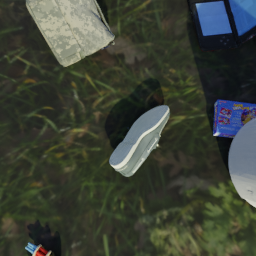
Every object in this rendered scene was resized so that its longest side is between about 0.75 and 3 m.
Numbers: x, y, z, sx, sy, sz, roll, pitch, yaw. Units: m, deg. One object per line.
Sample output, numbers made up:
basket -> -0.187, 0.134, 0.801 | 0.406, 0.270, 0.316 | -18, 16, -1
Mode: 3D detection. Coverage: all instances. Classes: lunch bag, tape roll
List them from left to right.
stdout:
lunch bag -> -1.685, -3.256, 8.651 | 1.932, 1.605, 2.304 | -28, 110, -1
tape roll -> 4.452, 0.939, 7.334 | 2.979, 2.045, 2.979 | 0, 85, -2

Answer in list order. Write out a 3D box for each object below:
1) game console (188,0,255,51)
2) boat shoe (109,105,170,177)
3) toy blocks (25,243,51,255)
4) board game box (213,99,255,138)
game console -> 3.307, -4.001, 9.324 | 2.041, 1.405, 2.368 | -7, 74, -2
boat shoe -> 0.487, 0.370, 8.533 | 2.553, 0.929, 0.789 | -50, 123, -19
toy blocks -> -2.459, 3.682, 7.653 | 1.006, 0.365, 0.839 | 27, 75, 7
board game box -> 3.555, -0.226, 8.772 | 1.644, 0.368, 1.106 | 8, 74, 2
